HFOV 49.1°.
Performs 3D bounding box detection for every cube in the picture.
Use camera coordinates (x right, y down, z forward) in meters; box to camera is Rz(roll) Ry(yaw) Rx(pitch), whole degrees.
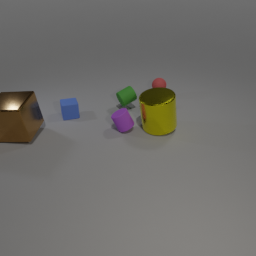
[{"bbox_3d":[-4.205,-0.431,10.454,1.400,1.400,1.400,-1,36,9],"label":"cube"},{"bbox_3d":[-2.526,-0.831,12.135,0.700,0.700,0.700,-9,31,-16],"label":"cube"}]

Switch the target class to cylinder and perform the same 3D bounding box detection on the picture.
[{"bbox_3d":[1.186,-0.662,10.954,1.400,1.400,1.400,-6,35,4],"label":"cylinder"},{"bbox_3d":[-0.206,-0.311,11.021,0.700,0.700,0.700,-25,24,12],"label":"cylinder"},{"bbox_3d":[-0.067,-1.427,12.552,0.700,0.700,0.700,-31,38,-11],"label":"cylinder"}]

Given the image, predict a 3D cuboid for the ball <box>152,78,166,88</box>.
[{"bbox_3d":[1.506,-2.077,13.552,0.700,0.700,0.700,0,30,0],"label":"ball"}]
